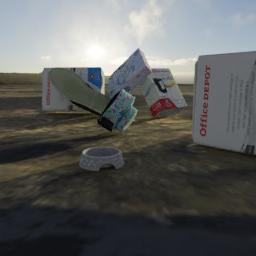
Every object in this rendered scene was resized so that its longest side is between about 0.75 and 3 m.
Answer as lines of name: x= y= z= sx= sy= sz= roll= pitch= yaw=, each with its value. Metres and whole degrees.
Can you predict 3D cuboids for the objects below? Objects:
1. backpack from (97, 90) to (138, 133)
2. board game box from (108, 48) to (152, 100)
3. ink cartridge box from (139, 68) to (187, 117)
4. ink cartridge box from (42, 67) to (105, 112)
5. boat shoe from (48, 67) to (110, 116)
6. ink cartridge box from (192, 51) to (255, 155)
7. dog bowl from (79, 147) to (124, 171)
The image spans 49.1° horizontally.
backpack: x=-0.218 y=-0.439 z=7.598 sx=0.848 sy=1.127 sz=1.000 roll=29 pitch=-10 yaw=1
board game box: x=-0.002 y=-2.028 z=10.746 sx=0.394 sy=1.808 sz=1.816 roll=37 pitch=24 yaw=-29
ink cartridge box: x=1.312 y=-1.421 z=11.008 sx=1.326 sy=1.819 sz=0.753 roll=-9 pitch=-20 yaw=-38
ink cartridge box: x=-2.226 y=-1.562 z=11.626 sx=2.400 sy=1.752 sz=1.012 roll=1 pitch=-1 yaw=4
boat shoe: x=-1.779 y=-1.268 z=10.581 sx=2.731 sy=1.021 sz=0.906 roll=26 pitch=-19 yaw=-14
ink cartridge box: x=2.851 y=-0.516 z=5.762 sx=1.201 sy=2.047 sz=2.796 roll=-7 pitch=12 yaw=-41
dog bowl: x=-0.484 y=0.548 z=5.186 sx=0.831 sy=0.244 sz=0.831 roll=0 pitch=12 yaw=0
